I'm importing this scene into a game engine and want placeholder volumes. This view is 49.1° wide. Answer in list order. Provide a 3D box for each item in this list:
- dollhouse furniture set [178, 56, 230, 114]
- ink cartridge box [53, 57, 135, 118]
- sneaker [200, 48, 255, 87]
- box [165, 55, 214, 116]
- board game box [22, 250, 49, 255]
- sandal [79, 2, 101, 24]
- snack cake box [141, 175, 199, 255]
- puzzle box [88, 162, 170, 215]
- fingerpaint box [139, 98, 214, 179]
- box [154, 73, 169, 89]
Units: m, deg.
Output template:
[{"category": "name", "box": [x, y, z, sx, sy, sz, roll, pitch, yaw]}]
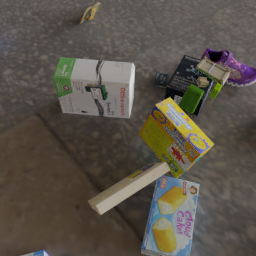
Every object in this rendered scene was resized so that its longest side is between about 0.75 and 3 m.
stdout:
[{"category": "dollhouse furniture set", "box": [2.920, -1.631, 10.848, 1.266, 0.978, 2.533, 32, 48, 11]}, {"category": "ink cartridge box", "box": [-1.218, -1.519, 10.953, 2.841, 2.075, 1.198, 5, 55, 4]}, {"category": "sneaker", "box": [4.399, -2.761, 12.345, 2.796, 1.236, 1.124, 19, 56, 11]}, {"category": "box", "box": [2.656, -1.820, 11.749, 1.555, 1.121, 2.094, 22, 58, 15]}, {"category": "board game box", "box": [-3.468, 4.606, 7.610, 2.623, 0.587, 1.764, -12, 56, -8]}, {"category": "sandal", "box": [-1.957, -6.192, 15.139, 0.498, 0.741, 1.845, 40, 57, 0]}, {"category": "snack cake box", "box": [1.346, 2.797, 8.731, 1.379, 0.805, 2.397, 12, 56, 9]}, {"category": "puzzle box", "box": [-0.010, 1.851, 8.907, 2.511, 1.671, 0.319, -29, 88, -18]}, {"category": "fingerpaint box", "box": [1.558, 0.363, 9.579, 0.790, 1.798, 2.155, -28, 68, -33]}, {"category": "box", "box": [1.500, -2.124, 12.524, 0.602, 0.195, 0.764, 11, 56, 6]}]
